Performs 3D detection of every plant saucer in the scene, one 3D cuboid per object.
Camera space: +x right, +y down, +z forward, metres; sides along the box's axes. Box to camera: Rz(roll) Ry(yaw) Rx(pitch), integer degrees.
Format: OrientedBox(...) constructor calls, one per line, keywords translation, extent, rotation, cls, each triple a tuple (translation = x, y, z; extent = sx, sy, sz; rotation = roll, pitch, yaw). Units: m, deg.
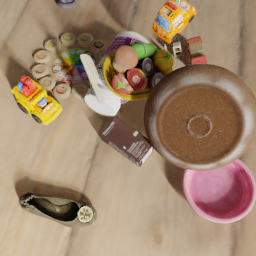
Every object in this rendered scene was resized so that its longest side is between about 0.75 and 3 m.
OrientedBox(translation=(2.389, 1.575, 7.497), extent=(1.904, 0.483, 1.904), rotation=(-1, 63, 2), cls="plant saucer")
OrientedBox(translation=(1.713, -0.118, 6.782), extent=(2.793, 2.793, 0.511), rotation=(16, 21, 8), cls="plant saucer")

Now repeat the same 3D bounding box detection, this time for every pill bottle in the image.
OrientedBox(translation=(-0.289, -1.629, 8.571), extent=(1.394, 1.394, 2.482), rotation=(23, 67, 11), cls="pill bottle")

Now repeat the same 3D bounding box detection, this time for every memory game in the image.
OrientedBox(translation=(-1.856, -2.196, 9.534), extent=(2.892, 0.184, 2.892), rotation=(0, 64, 0), cls="memory game")

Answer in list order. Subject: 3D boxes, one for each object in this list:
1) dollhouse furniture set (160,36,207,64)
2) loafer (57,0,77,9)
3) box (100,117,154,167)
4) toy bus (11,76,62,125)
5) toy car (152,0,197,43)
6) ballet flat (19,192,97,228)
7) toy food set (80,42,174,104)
OrientedBox(translation=(1.765, -2.371, 9.465), extent=(1.674, 0.681, 0.901), rotation=(-11, 63, 14), cls="dollhouse furniture set")
OrientedBox(translation=(-2.420, -6.017, 11.012), extent=(1.031, 0.903, 2.868), rotation=(-5, 64, -3), cls="loafer")
OrientedBox(translation=(-0.014, 0.391, 8.077), extent=(1.437, 0.538, 0.719), rotation=(33, 69, 17), cls="box")
OrientedBox(translation=(-2.740, -0.915, 8.297), extent=(1.350, 1.296, 0.916), rotation=(35, 67, 14), cls="toy bus")
OrientedBox(translation=(1.674, -2.502, 7.829), extent=(1.368, 0.928, 2.788), rotation=(-30, 73, 9), cls="toy car")
OrientedBox(translation=(-1.837, 2.078, 7.256), extent=(2.108, 0.489, 0.710), rotation=(13, 65, 6), cls="ballet flat")
OrientedBox(translation=(0.253, -1.605, 7.541), extent=(2.691, 0.879, 1.583), rotation=(-13, 83, -24), cls="toy food set")
